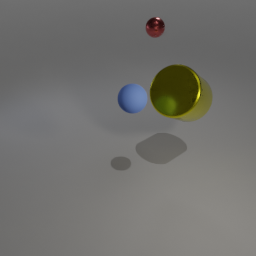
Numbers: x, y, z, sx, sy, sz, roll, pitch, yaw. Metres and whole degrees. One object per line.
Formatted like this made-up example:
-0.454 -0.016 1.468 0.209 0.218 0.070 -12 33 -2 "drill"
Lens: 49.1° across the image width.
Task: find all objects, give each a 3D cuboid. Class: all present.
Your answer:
1.503 -0.917 7.790 1.400 1.400 1.400 18 6 28 "cylinder"
0.103 -0.690 6.591 0.700 0.700 0.700 0 30 0 "ball"
0.973 -3.593 10.011 0.700 0.700 0.700 0 30 0 "ball"
